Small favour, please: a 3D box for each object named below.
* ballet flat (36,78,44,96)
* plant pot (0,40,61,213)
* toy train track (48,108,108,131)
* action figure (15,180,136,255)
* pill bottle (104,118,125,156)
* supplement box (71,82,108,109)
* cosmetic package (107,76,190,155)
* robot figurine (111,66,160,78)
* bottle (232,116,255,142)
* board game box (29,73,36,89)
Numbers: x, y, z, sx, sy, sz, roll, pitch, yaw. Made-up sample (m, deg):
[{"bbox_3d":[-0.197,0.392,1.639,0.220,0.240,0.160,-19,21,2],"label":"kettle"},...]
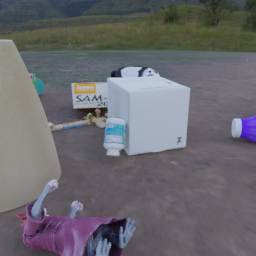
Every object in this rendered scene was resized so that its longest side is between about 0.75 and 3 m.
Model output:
[{"bbox_3d":[-4.903,-1.768,13.184,0.923,1.005,2.927,-8,18,9],"label":"ballet flat"},{"bbox_3d":[-2.920,-0.258,5.748,2.771,2.959,2.771,-1,19,0],"label":"plant pot"},{"bbox_3d":[-1.644,-0.305,9.754,2.584,0.420,1.482,-12,22,-31],"label":"toy train track"},{"bbox_3d":[-0.900,1.590,4.019,1.907,1.277,1.420,-4,59,27],"label":"action figure"},{"bbox_3d":[-0.339,0.235,6.961,0.499,0.900,0.499,5,-9,1],"label":"pill bottle"},{"bbox_3d":[-1.417,-1.341,11.304,1.638,0.956,2.599,-3,8,-9],"label":"supplement box"},{"bbox_3d":[0.492,-0.483,8.198,1.764,1.753,2.108,-6,21,-18],"label":"cosmetic package"},{"bbox_3d":[0.295,-2.107,13.153,2.494,1.874,1.556,8,1,21],"label":"robot figurine"},{"bbox_3d":[4.300,0.050,8.158,2.369,0.773,0.990,3,18,9],"label":"bottle"},{"bbox_3d":[-4.394,-1.402,11.426,0.367,1.391,1.818,8,21,12],"label":"board game box"}]
